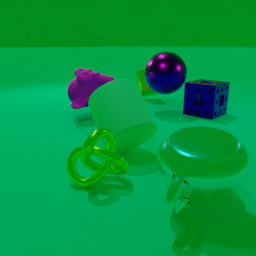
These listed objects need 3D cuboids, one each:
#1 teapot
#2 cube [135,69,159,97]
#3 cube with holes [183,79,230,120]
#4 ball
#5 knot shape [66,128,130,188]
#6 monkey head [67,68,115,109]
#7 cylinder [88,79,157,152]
[{"bbox_3d":[1.073,0.567,3.997,1.250,0.984,2.010,16,32,35],"label":"teapot"},{"bbox_3d":[0.820,-1.826,11.288,0.876,0.876,0.876,-9,-12,-4],"label":"cube"},{"bbox_3d":[2.552,-0.973,9.149,1.054,1.054,1.054,15,23,40],"label":"cube with holes"},{"bbox_3d":[1.243,-1.803,9.244,1.393,1.393,1.393,0,18,0],"label":"ball"},{"bbox_3d":[-0.568,0.571,4.718,0.997,1.065,0.492,-28,30,4],"label":"knot shape"},{"bbox_3d":[-1.152,-1.191,8.778,1.412,1.183,1.963,11,20,3],"label":"monkey head"},{"bbox_3d":[-0.126,-0.241,5.954,1.146,1.146,1.146,-10,64,-29],"label":"cylinder"}]
